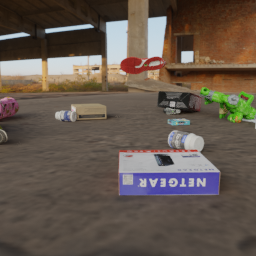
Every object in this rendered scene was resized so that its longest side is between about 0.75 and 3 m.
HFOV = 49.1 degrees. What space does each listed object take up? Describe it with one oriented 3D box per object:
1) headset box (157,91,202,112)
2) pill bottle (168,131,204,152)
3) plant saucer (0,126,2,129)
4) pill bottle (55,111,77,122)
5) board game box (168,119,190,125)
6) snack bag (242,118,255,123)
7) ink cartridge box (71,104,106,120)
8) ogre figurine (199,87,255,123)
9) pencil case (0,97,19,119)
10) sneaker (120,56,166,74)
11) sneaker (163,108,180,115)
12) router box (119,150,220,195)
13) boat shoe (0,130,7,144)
[{"bbox_3d":[3.148,-1.555,16.684,1.919,0.968,2.582,8,3,31],"label":"headset box"},{"bbox_3d":[1.529,0.363,7.408,0.497,0.497,0.873,-7,11,-36],"label":"pill bottle"},{"bbox_3d":[-6.177,-0.188,10.821,1.953,0.468,1.956,-8,12,-41],"label":"plant saucer"},{"bbox_3d":[-2.872,-0.549,12.932,0.897,0.498,0.498,3,10,18],"label":"pill bottle"},{"bbox_3d":[2.199,-0.262,12.152,0.784,0.184,0.592,-2,10,-12],"label":"board game box"},{"bbox_3d":[6.259,-0.345,12.723,1.428,0.162,1.515,-4,10,-21],"label":"snack bag"},{"bbox_3d":[-2.005,-0.842,14.122,1.482,0.676,1.799,-4,10,-18],"label":"ink cartridge box"},{"bbox_3d":[4.727,-1.059,12.823,2.885,1.415,1.730,47,-12,-31],"label":"ogre figurine"},{"bbox_3d":[-6.226,-0.947,13.644,1.109,1.062,2.564,0,9,-3],"label":"pencil case"},{"bbox_3d":[0.560,-2.120,9.583,1.530,0.599,0.884,5,9,20],"label":"sneaker"},{"bbox_3d":[2.508,-0.911,15.830,0.959,0.360,0.554,8,1,23],"label":"sneaker"},{"bbox_3d":[0.657,0.770,5.198,1.654,0.404,1.484,0,9,-2],"label":"router box"},{"bbox_3d":[-4.044,0.293,8.171,1.375,0.460,0.392,1,21,36],"label":"boat shoe"}]
